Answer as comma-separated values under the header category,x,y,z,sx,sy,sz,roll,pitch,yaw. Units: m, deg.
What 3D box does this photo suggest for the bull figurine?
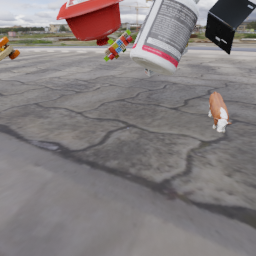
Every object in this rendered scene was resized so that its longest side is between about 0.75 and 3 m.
category,x,y,z,sx,sy,sz,roll,pitch,yaw
bull figurine,1.644,-0.235,5.066,0.286,0.534,0.879,-2,55,5

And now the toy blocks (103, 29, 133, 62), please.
category,x,y,z,sx,sy,sz,roll,pitch,yaw
toy blocks,-0.317,-2.713,9.278,1.295,0.647,0.885,-41,18,6

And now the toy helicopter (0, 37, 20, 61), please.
category,x,y,z,sx,sy,sz,roll,pitch,yaw
toy helicopter,-2.988,-1.538,6.212,1.119,0.442,0.740,-3,49,36

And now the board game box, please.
category,x,y,z,sx,sy,sz,roll,pitch,yaw
board game box,1.503,-3.091,10.964,2.124,1.341,0.368,-35,56,-16

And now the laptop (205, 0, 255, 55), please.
category,x,y,z,sx,sy,sz,roll,pitch,yaw
laptop,3.600,-3.780,10.034,0.847,1.640,1.453,-26,54,-12

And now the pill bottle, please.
category,x,y,z,sx,sy,sz,roll,pitch,yaw
pill bottle,1.280,-3.234,8.841,1.558,2.814,1.558,23,3,-1

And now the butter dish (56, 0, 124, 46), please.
category,x,y,z,sx,sy,sz,roll,pitch,yaw
butter dish,-1.141,-3.872,10.159,2.436,1.806,2.443,-15,36,3
